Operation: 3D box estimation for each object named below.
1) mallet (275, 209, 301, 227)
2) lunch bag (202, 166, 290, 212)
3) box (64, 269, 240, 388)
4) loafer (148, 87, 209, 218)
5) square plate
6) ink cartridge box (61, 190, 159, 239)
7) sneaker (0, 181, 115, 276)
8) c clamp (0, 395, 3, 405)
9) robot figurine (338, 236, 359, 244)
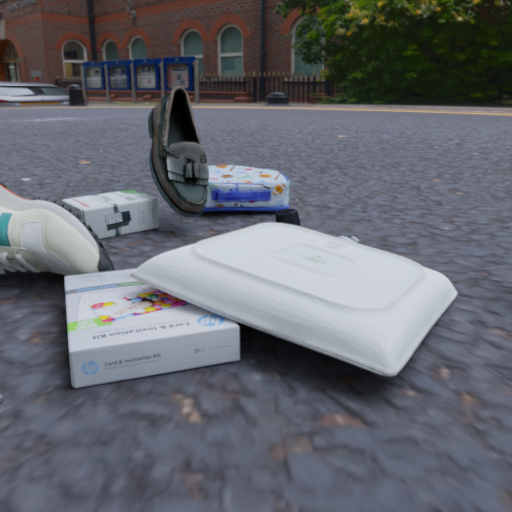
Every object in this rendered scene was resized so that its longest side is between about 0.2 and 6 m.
[{"bbox_3d":[-0.032,-0.118,8.500,1.868,0.615,0.384,-30,25,-30],"label":"mallet"},{"bbox_3d":[-0.382,-1.320,11.346,2.046,0.773,1.639,-2,21,-9],"label":"lunch bag"},{"bbox_3d":[-1.216,0.631,6.013,1.570,0.415,2.014,-6,20,-18],"label":"box"},{"bbox_3d":[-1.362,-1.921,9.907,0.960,0.840,2.672,7,50,-34],"label":"loafer"},{"bbox_3d":[0.614,0.194,6.469,2.968,0.422,2.940,18,20,26],"label":"square plate"},{"bbox_3d":[-2.558,-0.735,9.835,1.379,0.573,1.011,-13,23,-35],"label":"ink cartridge box"},{"bbox_3d":[-3.457,-0.085,7.470,3.362,1.184,1.572,25,62,22],"label":"sneaker"},{"bbox_3d":[-2.740,1.581,3.492,1.983,0.269,1.694,-4,24,-16],"label":"c clamp"},{"bbox_3d":[1.347,-0.120,8.427,0.448,0.298,0.528,-39,27,-6],"label":"robot figurine"}]
